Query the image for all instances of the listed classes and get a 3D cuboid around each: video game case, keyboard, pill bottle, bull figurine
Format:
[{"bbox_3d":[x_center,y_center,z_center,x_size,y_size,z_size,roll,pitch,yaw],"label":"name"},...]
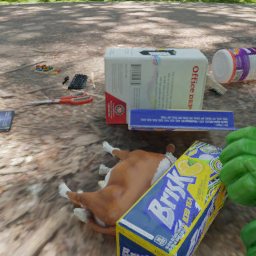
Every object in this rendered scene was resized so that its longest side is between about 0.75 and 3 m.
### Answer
[{"bbox_3d":[-4.338,-0.147,8.352,1.691,0.160,1.208,-6,30,-12],"label":"video game case"},{"bbox_3d":[-2.227,-1.941,11.550,1.012,0.164,1.592,1,28,1],"label":"keyboard"},{"bbox_3d":[4.833,-2.614,11.532,2.398,1.336,1.336,-8,30,-13],"label":"pill bottle"},{"bbox_3d":[-0.064,0.996,5.622,1.612,0.865,2.655,10,27,26],"label":"bull figurine"}]

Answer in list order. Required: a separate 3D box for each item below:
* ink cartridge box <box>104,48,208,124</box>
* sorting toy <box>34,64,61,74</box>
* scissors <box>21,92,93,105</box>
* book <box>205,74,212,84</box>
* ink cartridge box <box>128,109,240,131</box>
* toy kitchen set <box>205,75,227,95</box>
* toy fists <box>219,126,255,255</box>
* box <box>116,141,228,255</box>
[{"bbox_3d":[0.741,-1.241,8.364,2.802,2.042,1.161,1,29,-1],"label":"ink cartridge box"},{"bbox_3d":[-3.783,-2.713,12.837,1.413,0.239,0.681,12,32,20],"label":"sorting toy"},{"bbox_3d":[-2.430,-0.924,9.707,2.422,0.169,0.886,-12,33,-23],"label":"scissors"},{"bbox_3d":[2.044,-2.482,11.988,1.705,0.613,2.552,-6,28,-30],"label":"book"},{"bbox_3d":[1.209,-0.190,6.898,2.405,0.572,2.433,2,-3,-1],"label":"ink cartridge box"},{"bbox_3d":[2.756,-1.470,10.483,1.307,1.047,0.770,29,19,-26],"label":"toy kitchen set"},{"bbox_3d":[2.320,1.195,4.240,1.419,0.957,2.784,-3,60,-8],"label":"toy fists"},{"bbox_3d":[1.014,1.316,4.970,0.992,0.910,2.831,20,35,31],"label":"box"}]
